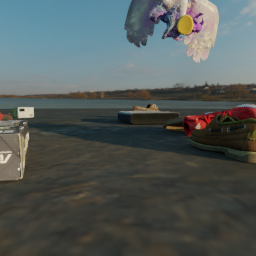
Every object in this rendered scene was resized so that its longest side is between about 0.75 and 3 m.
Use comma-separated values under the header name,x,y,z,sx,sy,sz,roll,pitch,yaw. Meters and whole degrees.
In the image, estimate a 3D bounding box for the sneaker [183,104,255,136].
name,x,y,z,sx,sy,sz,roll,pitch,yaw
sneaker,1.945,-0.046,6.154,1.065,0.722,1.843,-12,-2,-28

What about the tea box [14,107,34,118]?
name,x,y,z,sx,sy,sz,roll,pitch,yaw
tea box,-5.608,-0.835,15.052,0.825,0.551,0.811,-4,6,-37

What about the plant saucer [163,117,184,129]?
name,x,y,z,sx,sy,sz,roll,pitch,yaw
plant saucer,1.528,-0.135,7.658,1.154,0.170,1.154,-3,-8,0

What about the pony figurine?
name,x,y,z,sx,sy,sz,roll,pitch,yaw
pony figurine,1.072,-2.781,6.040,2.289,2.653,2.749,14,27,3

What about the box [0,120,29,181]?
name,x,y,z,sx,sy,sz,roll,pitch,yaw
box,-2.247,0.209,3.110,2.135,0.524,1.721,-2,4,-18

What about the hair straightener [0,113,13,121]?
name,x,y,z,sx,sy,sz,roll,pitch,yaw
hair straightener,-5.426,-0.487,11.146,0.991,0.527,2.575,0,5,0

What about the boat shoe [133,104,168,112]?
name,x,y,z,sx,sy,sz,roll,pitch,yaw
boat shoe,1.206,-0.869,14.379,2.026,0.733,0.732,-2,5,-21

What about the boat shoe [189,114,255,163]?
name,x,y,z,sx,sy,sz,roll,pitch,yaw
boat shoe,1.511,0.078,4.247,0.617,0.583,1.714,-2,5,-19

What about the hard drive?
name,x,y,z,sx,sy,sz,roll,pitch,yaw
hard drive,0.706,-0.436,11.141,1.824,0.430,2.613,-1,5,-12
